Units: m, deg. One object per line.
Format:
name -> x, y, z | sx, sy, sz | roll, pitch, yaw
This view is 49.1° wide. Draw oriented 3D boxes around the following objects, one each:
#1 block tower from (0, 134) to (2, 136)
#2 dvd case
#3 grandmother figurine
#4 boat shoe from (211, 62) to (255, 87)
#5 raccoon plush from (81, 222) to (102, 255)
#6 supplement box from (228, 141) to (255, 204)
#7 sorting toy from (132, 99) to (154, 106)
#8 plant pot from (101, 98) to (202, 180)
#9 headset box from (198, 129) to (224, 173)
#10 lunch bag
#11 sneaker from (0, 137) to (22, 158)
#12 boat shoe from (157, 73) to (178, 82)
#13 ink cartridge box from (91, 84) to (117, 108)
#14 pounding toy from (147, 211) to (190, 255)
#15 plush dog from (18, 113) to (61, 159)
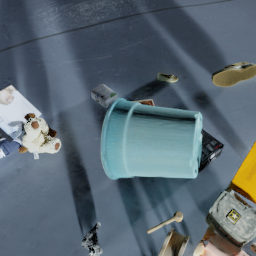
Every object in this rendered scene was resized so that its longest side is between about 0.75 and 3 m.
block tower -> -4.639, -0.159, 10.818 | 0.410, 0.439, 1.520 | -1, 18, -1
dvd case -> -4.437, -0.639, 10.556 | 1.745, 0.215, 2.445 | 46, 23, -14
grandmother figurine -> 3.197, 3.855, 7.259 | 2.949, 0.893, 1.788 | 27, 67, 26
boat shoe -> 4.959, -2.590, 13.309 | 2.428, 0.899, 0.806 | -12, 36, -14
raccoon plush -> -0.878, 3.237, 8.116 | 0.663, 0.479, 0.990 | 29, 53, 14
supplement box -> 4.183, 1.037, 8.594 | 0.968, 1.659, 2.632 | 32, 25, 25
sorting toy -> 0.747, -0.601, 11.696 | 2.578, 0.379, 1.906 | -8, 47, -7
plant pot -> 0.898, 0.417, 8.800 | 2.630, 2.685, 2.685 | 3, 46, 21
headset box -> 2.421, 0.615, 10.380 | 1.285, 0.648, 1.729 | -32, 55, -26
lunch bag -> 3.044, 2.552, 7.940 | 0.940, 1.598, 1.311 | -32, 55, -26
sneaker -> -4.822, 0.992, 9.937 | 2.041, 0.715, 1.107 | -11, 40, -1
boat shoe -> 1.911, -2.446, 13.454 | 1.001, 0.315, 0.365 | 10, 48, 9
ink cartridge box -> -1.063, -1.432, 12.441 | 0.721, 0.418, 0.995 | -35, 56, -28
pounding toy -> 1.016, 3.259, 7.752 | 1.106, 1.103, 1.928 | 22, 70, 19
plush dog -> -3.390, 0.203, 10.447 | 1.327, 1.654, 1.421 | -28, 35, 18
